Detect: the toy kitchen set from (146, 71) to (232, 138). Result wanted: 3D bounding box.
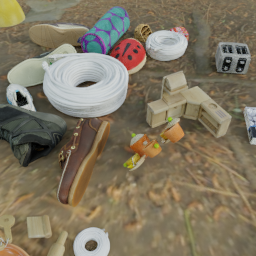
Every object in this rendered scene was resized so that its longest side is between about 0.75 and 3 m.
[{"bbox_3d":[1.814,-0.577,8.422,1.927,1.572,1.739,-21,50,-19],"label":"toy kitchen set"}]

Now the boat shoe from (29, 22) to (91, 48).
[{"bbox_3d":[-2.911,-4.132,12.317,2.757,0.991,0.893,1,33,7],"label":"boat shoe"}]

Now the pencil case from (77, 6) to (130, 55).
[{"bbox_3d":[-0.931,-4.070,11.995,1.234,1.340,2.901,41,48,-13],"label":"pencil case"}]

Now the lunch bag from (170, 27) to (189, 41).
[{"bbox_3d":[2.286,-4.254,12.805,0.795,0.370,0.902,-11,46,-4],"label":"lunch bag"}]

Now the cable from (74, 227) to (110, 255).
[{"bbox_3d":[-0.809,2.636,6.249,0.803,0.278,0.803,-8,47,-8],"label":"cable"}]

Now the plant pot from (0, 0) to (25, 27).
[{"bbox_3d":[-6.122,-5.958,13.800,1.749,1.242,1.749,0,47,0],"label":"plant pot"}]

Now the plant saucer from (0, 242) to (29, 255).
[{"bbox_3d":[-2.836,3.389,5.440,2.232,0.418,2.232,-1,46,1],"label":"plant saucer"}]

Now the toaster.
[{"bbox_3d":[4.131,-2.791,11.102,1.171,0.768,1.295,7,46,5],"label":"toaster"}]

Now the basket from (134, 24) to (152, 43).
[{"bbox_3d":[0.726,-4.359,12.730,0.604,0.579,0.811,24,51,22],"label":"basket"}]

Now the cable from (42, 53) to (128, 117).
[{"bbox_3d":[-1.439,-1.537,9.750,2.917,1.010,2.917,-8,47,-10],"label":"cable"}]

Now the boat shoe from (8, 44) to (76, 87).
[{"bbox_3d":[-3.260,-2.318,10.745,2.708,0.972,0.916,-32,18,-19],"label":"boat shoe"}]

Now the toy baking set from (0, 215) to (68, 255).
[{"bbox_3d":[-2.402,2.722,5.644,2.008,0.304,2.616,10,27,-1],"label":"toy baking set"}]

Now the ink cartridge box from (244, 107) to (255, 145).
[{"bbox_3d":[4.501,-0.032,8.785,1.459,0.317,1.446,7,46,5],"label":"ink cartridge box"}]

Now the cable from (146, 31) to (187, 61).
[{"bbox_3d":[1.629,-3.516,11.917,1.740,0.602,1.740,3,45,2],"label":"cable"}]

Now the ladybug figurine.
[{"bbox_3d":[-0.012,-2.918,11.214,1.454,0.771,2.142,8,47,8],"label":"ladybug figurine"}]

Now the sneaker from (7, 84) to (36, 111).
[{"bbox_3d":[-3.571,-1.018,9.318,0.796,0.920,2.124,-26,50,-21],"label":"sneaker"}]

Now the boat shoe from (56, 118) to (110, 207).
[{"bbox_3d":[-1.339,0.789,7.543,1.017,1.018,2.891,13,40,5],"label":"boat shoe"}]

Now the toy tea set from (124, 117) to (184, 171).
[{"bbox_3d":[0.622,0.266,7.434,0.752,2.031,1.208,51,31,-1],"label":"toy tea set"}]

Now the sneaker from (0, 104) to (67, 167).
[{"bbox_3d":[-3.319,0.179,8.059,2.756,1.054,1.579,12,41,4],"label":"sneaker"}]
